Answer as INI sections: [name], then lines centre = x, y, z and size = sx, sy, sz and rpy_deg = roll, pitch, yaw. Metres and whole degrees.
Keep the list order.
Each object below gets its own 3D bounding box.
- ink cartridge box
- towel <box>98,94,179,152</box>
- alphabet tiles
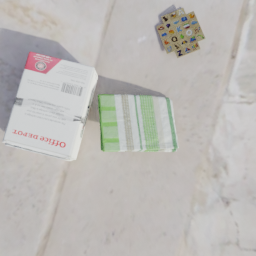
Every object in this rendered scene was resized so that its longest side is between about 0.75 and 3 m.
[ink cartridge box]
centre = -2.208, -0.571, 8.324
size = 2.007, 1.168, 2.756
rpy_deg = 14, 83, 1
[towel]
centre = 0.298, -0.133, 8.248
size = 2.367, 0.363, 1.766
rpy_deg = 1, 72, -20
[alphabet tiles]
centre = 1.678, -3.055, 8.974
size = 1.282, 0.049, 1.540
rpy_deg = -21, 79, 8
